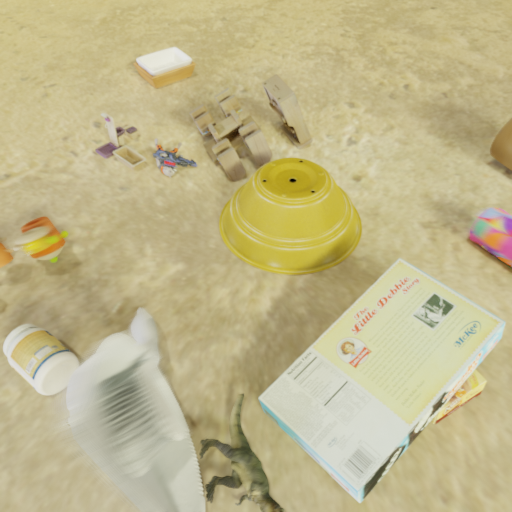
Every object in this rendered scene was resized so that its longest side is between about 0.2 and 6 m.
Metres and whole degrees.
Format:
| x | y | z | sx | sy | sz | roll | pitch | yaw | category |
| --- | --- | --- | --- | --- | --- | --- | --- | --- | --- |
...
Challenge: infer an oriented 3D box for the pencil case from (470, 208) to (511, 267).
| x | y | z | sx | sy | sz | roll | pitch | yaw | category |
| --- | --- | --- | --- | --- | --- | --- | --- | --- | --- |
| 5.081 | -0.139 | 10.600 | 0.892 | 0.892 | 2.018 | -32 | 54 | -27 | pencil case |

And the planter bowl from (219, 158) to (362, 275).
| x | y | z | sx | sy | sz | roll | pitch | yaw | category |
| --- | --- | --- | --- | --- | --- | --- | --- | --- | --- |
| 0.711 | -1.102 | 11.273 | 2.976 | 1.240 | 2.976 | 0 | 46 | 0 | planter bowl |

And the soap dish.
| x | y | z | sx | sy | sz | roll | pitch | yaw | category |
| --- | --- | --- | --- | --- | --- | --- | --- | --- | --- |
| -2.580 | -5.320 | 15.838 | 1.418 | 0.576 | 1.115 | -28 | 52 | -24 | soap dish |

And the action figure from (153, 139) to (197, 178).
| x | y | z | sx | sy | sz | roll | pitch | yaw | category |
| --- | --- | --- | --- | --- | --- | --- | --- | --- | --- |
| -1.937 | -2.216 | 13.002 | 1.069 | 0.559 | 1.034 | 16 | 48 | -23 | action figure |

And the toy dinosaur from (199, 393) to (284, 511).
| x | y | z | sx | sy | sz | roll | pitch | yaw | category |
| --- | --- | --- | --- | --- | --- | --- | --- | --- | --- |
| -0.305 | 2.924 | 7.883 | 0.916 | 0.493 | 2.078 | -3 | 44 | -23 | toy dinosaur |

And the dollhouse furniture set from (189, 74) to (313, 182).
| x | y | z | sx | sy | sz | roll | pitch | yaw | category |
| --- | --- | --- | --- | --- | --- | --- | --- | --- | --- |
| -0.060 | -2.894 | 13.271 | 2.321 | 1.542 | 2.034 | -32 | 50 | 0 | dollhouse furniture set |

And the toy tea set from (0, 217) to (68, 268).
| x | y | z | sx | sy | sz | roll | pitch | yaw | category |
| --- | --- | --- | --- | --- | --- | --- | --- | --- | --- |
| -4.639 | 0.100 | 10.425 | 2.379 | 0.880 | 1.414 | -20 | 22 | 2 | toy tea set |

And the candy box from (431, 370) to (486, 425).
| x | y | z | sx | sy | sz | roll | pitch | yaw | category |
| --- | --- | --- | --- | --- | --- | --- | --- | --- | --- |
| 2.688 | 1.716 | 9.024 | 0.983 | 0.471 | 1.703 | -25 | 50 | -18 | candy box |

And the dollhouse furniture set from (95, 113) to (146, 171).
| x | y | z | sx | sy | sz | roll | pitch | yaw | category |
| --- | --- | --- | --- | --- | --- | --- | --- | --- | --- |
| -2.979 | -2.798 | 13.068 | 1.432 | 1.016 | 1.135 | 35 | 55 | 29 | dollhouse furniture set |

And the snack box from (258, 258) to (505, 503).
| x | y | z | sx | sy | sz | roll | pitch | yaw | category |
| --- | --- | --- | --- | --- | --- | --- | --- | --- | --- |
| 1.901 | 1.689 | 8.451 | 3.357 | 0.623 | 1.950 | -41 | 55 | -18 | snack box |

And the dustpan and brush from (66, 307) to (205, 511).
| x | y | z | sx | sy | sz | roll | pitch | yaw | category |
| --- | --- | --- | --- | --- | --- | --- | --- | --- | --- |
| -1.640 | 1.844 | 8.029 | 1.111 | 2.710 | 3.883 | -34 | 29 | -8 | dustpan and brush |

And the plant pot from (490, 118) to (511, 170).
| x | y | z | sx | sy | sz | roll | pitch | yaw | category |
| --- | --- | --- | --- | --- | --- | --- | --- | --- | --- |
| 6.465 | -2.217 | 12.173 | 1.766 | 1.766 | 1.895 | -22 | 60 | -20 | plant pot |

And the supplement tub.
| x | y | z | sx | sy | sz | roll | pitch | yaw | category |
| --- | --- | --- | --- | --- | --- | --- | --- | --- | --- |
| -3.439 | 1.628 | 8.923 | 1.058 | 0.765 | 0.765 | 32 | 54 | 26 | supplement tub |
